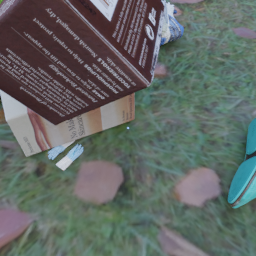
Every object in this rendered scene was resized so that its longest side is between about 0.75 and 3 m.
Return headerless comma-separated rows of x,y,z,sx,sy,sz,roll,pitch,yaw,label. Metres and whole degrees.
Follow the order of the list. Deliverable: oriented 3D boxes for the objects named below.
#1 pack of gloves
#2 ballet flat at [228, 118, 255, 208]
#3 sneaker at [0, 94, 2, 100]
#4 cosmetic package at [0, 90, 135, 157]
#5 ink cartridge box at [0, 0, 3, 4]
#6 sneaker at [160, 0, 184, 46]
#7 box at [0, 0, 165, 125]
-1.516,0.552,6.770,0.657,0.154,0.782,32,60,21,pack of gloves
2.978,0.808,6.216,0.867,0.830,2.464,30,60,0,ballet flat
-3.614,-0.895,7.598,1.744,0.680,0.743,8,61,17,sneaker
-1.369,-0.602,6.792,2.867,1.482,1.251,-20,54,-12,cosmetic package
-2.275,-2.166,4.689,1.485,0.562,1.097,19,69,-34,ink cartridge box
0.947,-3.904,9.609,1.221,1.105,2.867,-12,62,-21,sneaker
-0.884,-1.451,4.256,2.190,1.799,1.817,-18,47,39,box
